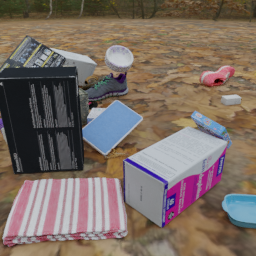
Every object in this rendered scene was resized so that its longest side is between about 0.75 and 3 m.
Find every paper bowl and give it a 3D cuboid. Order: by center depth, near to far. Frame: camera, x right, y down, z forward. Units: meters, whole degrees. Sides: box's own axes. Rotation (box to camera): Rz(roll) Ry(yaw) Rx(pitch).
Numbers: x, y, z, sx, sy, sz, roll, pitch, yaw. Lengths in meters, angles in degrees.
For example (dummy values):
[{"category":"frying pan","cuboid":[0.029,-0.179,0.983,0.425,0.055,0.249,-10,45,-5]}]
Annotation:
[{"category":"paper bowl","cuboid":[-0.420,-3.003,12.482,1.239,0.644,1.239,7,60,-13]}]

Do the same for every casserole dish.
[{"category":"casserole dish","cuboid":[3.033,2.005,6.639,1.593,0.309,0.965,2,27,5]}]

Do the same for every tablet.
[{"category":"tablet","cuboid":[-0.584,-0.063,9.760,1.323,0.139,2.033,36,61,20]}]

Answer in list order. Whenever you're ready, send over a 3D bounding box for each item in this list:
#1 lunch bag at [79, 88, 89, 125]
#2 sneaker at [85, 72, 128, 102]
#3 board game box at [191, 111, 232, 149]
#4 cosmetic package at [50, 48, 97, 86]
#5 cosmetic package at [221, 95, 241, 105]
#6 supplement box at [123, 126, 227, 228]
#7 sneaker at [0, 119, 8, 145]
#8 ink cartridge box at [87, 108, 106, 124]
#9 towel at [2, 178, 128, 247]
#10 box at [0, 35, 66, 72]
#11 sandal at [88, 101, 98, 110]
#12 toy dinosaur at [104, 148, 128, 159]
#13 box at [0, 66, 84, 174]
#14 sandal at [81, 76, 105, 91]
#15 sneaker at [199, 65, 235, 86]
[{"category":"lunch bag","cuboid":[-2.269,-0.956,11.273,0.965,1.346,1.641,-18,32,-31]},{"category":"sneaker","cuboid":[-1.233,-2.098,13.706,2.703,1.183,1.006,-17,31,-30]},{"category":"board game box","cuboid":[2.432,0.070,8.095,1.002,1.324,0.242,36,88,34]},{"category":"cosmetic package","cuboid":[-3.069,-3.031,14.181,2.843,1.445,1.052,-3,38,-49]},{"category":"cosmetic package","cuboid":[4.821,-1.319,13.110,0.799,0.339,0.430,-7,29,-12]},{"category":"supplement box","cuboid":[1.256,1.107,7.243,2.597,1.314,1.342,-25,36,-38]},{"category":"sneaker","cuboid":[-3.646,-0.537,10.283,1.157,1.197,2.869,-18,21,19]},{"category":"ink cartridge box","cuboid":[-0.652,-0.294,10.751,1.653,0.631,1.128,0,24,4]},{"category":"towel","cuboid":[-1.410,1.927,6.782,2.670,0.399,1.954,0,27,-6]},{"category":"box","cuboid":[-3.699,-2.285,10.785,1.769,0.539,2.195,30,64,-10]},{"category":"sandal","cuboid":[-1.945,-1.012,12.556,1.318,0.297,0.495,-14,30,-25]},{"category":"toy dinosaur","cuboid":[-0.387,0.858,9.056,0.783,0.237,0.416,-13,52,-10]},{"category":"box","cuboid":[-2.395,-0.208,8.090,2.064,2.925,1.153,-3,27,-7]},{"category":"sandal","cuboid":[-1.829,-2.462,14.668,0.934,0.624,2.286,-20,14,30]},{"category":"sneaker","cuboid":[5.184,-2.773,15.652,2.403,0.886,1.042,-19,42,-21]}]
